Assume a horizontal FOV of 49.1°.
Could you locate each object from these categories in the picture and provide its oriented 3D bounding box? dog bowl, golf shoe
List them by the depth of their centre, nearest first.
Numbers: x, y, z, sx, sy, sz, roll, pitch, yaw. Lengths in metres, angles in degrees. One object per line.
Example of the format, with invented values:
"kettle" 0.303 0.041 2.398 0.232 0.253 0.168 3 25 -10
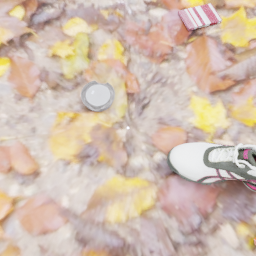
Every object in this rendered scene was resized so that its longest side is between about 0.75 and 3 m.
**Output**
"golf shoe" 2.109 0.649 5.884 2.621 1.154 1.012 8 59 18
"dog bowl" -0.773 -0.815 7.297 0.881 0.258 0.881 0 66 0

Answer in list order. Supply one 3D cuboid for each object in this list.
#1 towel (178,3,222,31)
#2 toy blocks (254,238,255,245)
"towel" 2.178 -3.371 8.484 1.128 0.128 0.813 -17 66 -9
"toy blocks" 3.286 2.700 5.464 2.276 0.826 1.897 -29 70 -12
